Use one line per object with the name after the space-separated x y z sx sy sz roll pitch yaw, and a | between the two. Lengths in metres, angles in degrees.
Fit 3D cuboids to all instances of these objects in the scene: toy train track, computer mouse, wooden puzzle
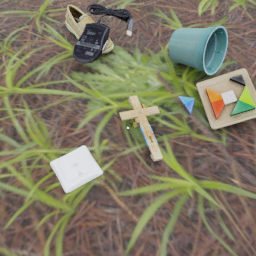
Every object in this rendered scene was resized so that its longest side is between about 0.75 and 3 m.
0.473 0.014 8.287 1.247 0.354 2.174 -11 63 -20 | toy train track
-0.811 -3.243 10.083 1.856 0.609 2.644 10 68 6 | computer mouse
3.139 -0.952 8.630 2.770 0.324 1.869 -24 66 7 | wooden puzzle

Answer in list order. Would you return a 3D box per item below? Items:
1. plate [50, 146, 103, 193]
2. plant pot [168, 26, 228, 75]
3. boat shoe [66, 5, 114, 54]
-1.434 1.065 7.699 1.128 0.183 1.131 -26 56 -20 | plate
2.359 -2.774 9.717 1.554 1.586 1.586 24 54 39 | plant pot
-1.614 -3.915 10.921 1.000 1.063 2.792 -36 61 -25 | boat shoe
